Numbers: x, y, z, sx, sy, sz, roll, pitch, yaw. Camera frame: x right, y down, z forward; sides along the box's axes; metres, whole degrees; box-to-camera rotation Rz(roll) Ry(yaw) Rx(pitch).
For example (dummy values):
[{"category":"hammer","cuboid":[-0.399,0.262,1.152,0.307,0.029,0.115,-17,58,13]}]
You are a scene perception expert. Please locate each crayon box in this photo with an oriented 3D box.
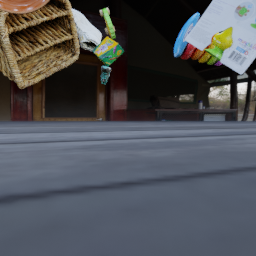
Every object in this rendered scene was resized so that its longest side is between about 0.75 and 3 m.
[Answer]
[{"category":"crayon box","cuboid":[-0.607,-2.291,8.342,0.320,0.653,1.099,46,3,-35]}]

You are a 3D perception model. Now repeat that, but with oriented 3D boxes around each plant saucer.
[{"category":"plant saucer","cuboid":[-2.118,-2.994,5.228,1.626,1.626,0.262,0,15,-13]}]

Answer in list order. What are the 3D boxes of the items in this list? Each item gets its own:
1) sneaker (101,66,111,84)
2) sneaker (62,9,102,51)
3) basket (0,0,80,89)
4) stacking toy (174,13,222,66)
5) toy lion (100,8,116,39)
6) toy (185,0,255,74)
[{"category":"sneaker","cuboid":[-0.952,-2.184,11.693,0.424,0.499,1.093,10,-17,0]},{"category":"sneaker","cuboid":[-1.631,-3.366,9.687,1.723,0.996,0.635,29,-51,-30]},{"category":"basket","cuboid":[-2.773,-2.965,8.276,2.192,2.100,2.942,37,41,7]},{"category":"stacking toy","cuboid":[2.304,-2.065,7.442,2.023,1.174,1.110,25,12,-3]},{"category":"toy lion","cuboid":[-0.783,-4.269,11.469,0.408,1.190,1.140,-18,24,-1]},{"category":"toy","cuboid":[2.788,-2.692,5.929,0.705,2.985,1.719,20,21,-52]}]
